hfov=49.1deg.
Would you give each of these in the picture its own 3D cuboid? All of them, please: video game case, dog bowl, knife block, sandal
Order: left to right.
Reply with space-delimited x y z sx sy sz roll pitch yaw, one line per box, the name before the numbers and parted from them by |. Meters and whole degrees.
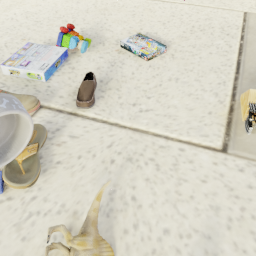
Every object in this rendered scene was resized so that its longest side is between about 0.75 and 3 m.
dog bowl | -3.071 0.174 6.503 0.574 1.958 1.958 36 53 19
sandal | -2.821 0.611 7.710 0.969 0.651 2.411 0 43 0
video game case | -3.726 -2.731 11.399 1.874 0.470 2.068 13 44 11
knife block | 4.001 -0.474 9.069 0.532 1.458 1.661 10 -1 9

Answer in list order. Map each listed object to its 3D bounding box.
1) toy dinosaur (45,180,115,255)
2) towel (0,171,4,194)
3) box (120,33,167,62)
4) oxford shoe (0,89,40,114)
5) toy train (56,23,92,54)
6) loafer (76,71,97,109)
toy dinosaur | -0.972 2.481 5.829 1.439 0.828 2.845 8 49 -14
towel | -3.717 1.509 7.177 1.023 0.122 0.741 -13 47 -11
box | 0.673 -3.631 12.463 1.209 0.334 1.771 -31 51 -29
oxford shoe | -4.242 -0.887 9.054 2.657 0.994 0.936 -4 43 -5
toy train | -2.224 -4.041 12.632 1.304 0.954 2.254 22 30 0
loafer | -1.481 -1.369 9.821 0.669 0.650 1.831 0 43 0
